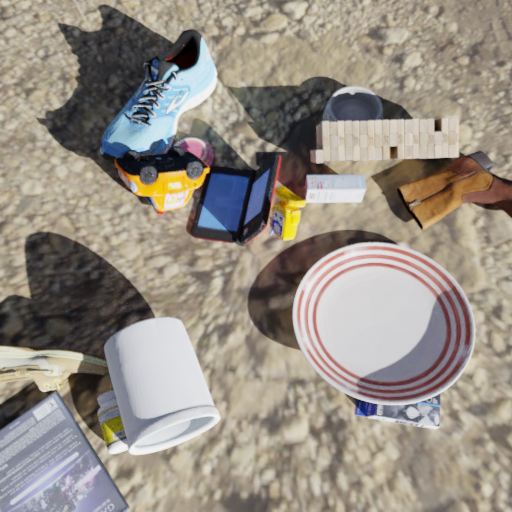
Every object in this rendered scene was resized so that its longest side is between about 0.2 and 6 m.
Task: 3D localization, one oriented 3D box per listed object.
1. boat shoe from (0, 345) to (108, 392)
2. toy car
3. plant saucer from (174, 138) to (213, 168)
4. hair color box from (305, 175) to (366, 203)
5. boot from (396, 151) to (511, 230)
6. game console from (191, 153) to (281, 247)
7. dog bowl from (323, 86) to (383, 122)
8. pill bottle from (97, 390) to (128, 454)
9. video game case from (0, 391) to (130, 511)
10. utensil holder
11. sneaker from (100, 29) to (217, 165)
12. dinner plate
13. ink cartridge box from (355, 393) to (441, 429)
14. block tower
[{"bbox_3d":[-3.291,1.813,8.859,1.979,0.732,0.657,3,75,5],"label":"boat shoe"},{"bbox_3d":[-0.926,-0.874,9.507,3.301,1.098,1.619,29,36,31],"label":"toy car"},{"bbox_3d":[-1.264,-1.959,10.843,0.867,0.220,0.867,0,64,0],"label":"plant saucer"},{"bbox_3d":[1.443,-1.231,10.328,1.055,0.522,0.320,-1,66,0],"label":"hair color box"},{"bbox_3d":[3.769,-0.976,10.159,1.854,0.635,1.746,-26,68,-11],"label":"boot"},{"bbox_3d":[-0.364,-1.087,10.066,0.952,1.382,1.604,21,64,-20],"label":"game console"},{"bbox_3d":[1.959,-2.864,11.194,1.222,0.358,1.222,0,64,1],"label":"dog bowl"},{"bbox_3d":[-2.141,2.531,8.586,0.485,0.485,0.863,-20,65,-9],"label":"pill bottle"},{"bbox_3d":[-3.110,3.352,8.362,1.537,0.204,2.151,-35,71,-15],"label":"video game case"},{"bbox_3d":[-1.447,1.924,8.409,1.375,1.375,1.617,-19,63,-9],"label":"utensil holder"},{"bbox_3d":[-1.964,-3.091,10.679,1.276,1.464,3.256,25,67,11],"label":"sneaker"},{"bbox_3d":[2.058,1.057,9.218,2.928,0.355,2.928,0,58,0],"label":"dinner plate"},{"bbox_3d":[2.237,2.296,8.833,1.292,0.253,0.643,7,66,4],"label":"ink cartridge box"},{"bbox_3d":[2.410,-2.168,10.505,2.720,0.735,0.786,-4,99,-1],"label":"block tower"}]
